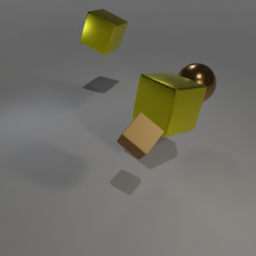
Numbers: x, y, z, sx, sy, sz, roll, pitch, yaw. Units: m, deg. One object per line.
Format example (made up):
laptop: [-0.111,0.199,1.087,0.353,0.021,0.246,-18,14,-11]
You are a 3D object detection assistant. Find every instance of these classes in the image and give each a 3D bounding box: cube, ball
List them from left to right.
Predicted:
cube: [-1.069,-4.308,12.544,1.400,1.400,1.400,30,35,8]
cube: [0.267,0.203,6.459,0.700,0.700,0.700,39,69,1]
cube: [1.174,-0.736,8.161,1.400,1.400,1.400,-12,32,-41]
ball: [2.362,-1.553,9.784,1.400,1.400,1.400,0,32,0]
